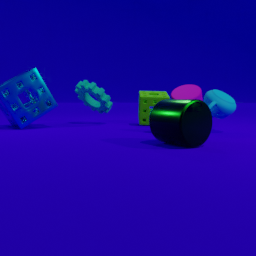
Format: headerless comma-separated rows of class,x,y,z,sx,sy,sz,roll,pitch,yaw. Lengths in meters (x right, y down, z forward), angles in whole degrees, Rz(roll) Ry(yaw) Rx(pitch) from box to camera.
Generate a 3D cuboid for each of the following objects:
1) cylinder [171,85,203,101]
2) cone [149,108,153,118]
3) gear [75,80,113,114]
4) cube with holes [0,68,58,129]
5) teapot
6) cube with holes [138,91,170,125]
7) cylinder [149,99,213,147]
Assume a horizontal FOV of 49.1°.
cylinder,2.147,-0.848,10.060,1.056,1.056,1.056,-12,36,9
cone,1.136,-0.211,7.679,0.885,0.885,0.888,2,-9,23
gear,-1.261,-1.116,10.262,1.458,0.270,1.458,27,-26,14
cube with holes,-3.299,-0.930,8.796,1.336,1.336,1.336,-38,24,-25
teapot,2.447,-0.600,7.608,0.879,0.692,1.413,41,33,25
cube with holes,0.869,-0.705,9.699,0.962,0.962,0.962,1,19,0
cylinder,1.004,-0.113,5.380,0.871,0.871,0.871,-4,7,-34
